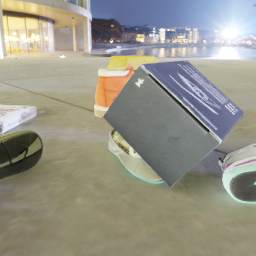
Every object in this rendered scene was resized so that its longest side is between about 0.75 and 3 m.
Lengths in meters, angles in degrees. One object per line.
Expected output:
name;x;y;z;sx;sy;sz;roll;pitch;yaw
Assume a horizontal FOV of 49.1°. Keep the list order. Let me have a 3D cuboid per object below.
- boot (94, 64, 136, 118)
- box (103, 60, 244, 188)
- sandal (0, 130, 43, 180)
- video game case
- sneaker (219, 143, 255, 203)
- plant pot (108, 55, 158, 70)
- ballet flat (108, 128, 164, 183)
boot;0.432;-1.153;8.467;2.876;1.542;1.079;-3;15;-15
box;0.889;-0.236;4.834;1.577;1.112;2.131;47;31;13
sandal;-2.347;0.475;4.227;0.643;0.894;2.252;18;15;32
video game case;-4.350;-0.198;7.265;2.949;0.349;2.684;3;17;9
sneaker;2.286;0.547;4.182;1.820;0.708;1.273;3;18;7
plant pot;0.192;-1.875;10.591;1.876;1.655;1.876;-9;20;-27
ballet flat;0.094;0.383;4.980;0.597;0.564;1.771;-8;19;-25
